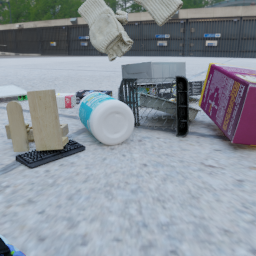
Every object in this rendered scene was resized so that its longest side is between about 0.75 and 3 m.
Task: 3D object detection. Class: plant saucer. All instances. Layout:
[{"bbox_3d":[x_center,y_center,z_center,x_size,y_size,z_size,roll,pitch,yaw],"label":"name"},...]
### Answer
[{"bbox_3d":[0.397,-1.266,11.710,0.964,0.132,0.964,-16,52,22],"label":"plant saucer"}]

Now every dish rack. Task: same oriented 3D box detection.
[{"bbox_3d":[0.704,-0.693,8.222,2.264,1.737,0.618,4,19,23],"label":"dish rack"}]

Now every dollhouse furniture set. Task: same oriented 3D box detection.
[{"bbox_3d":[-2.253,-0.304,7.037,1.580,1.354,1.662,-4,13,5],"label":"dollhouse furniture set"}]

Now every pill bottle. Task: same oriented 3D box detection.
[{"bbox_3d":[-0.742,-0.371,7.999,1.175,1.175,2.120,-8,19,-23],"label":"pill bottle"}]

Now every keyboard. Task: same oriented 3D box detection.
[{"bbox_3d":[-1.886,0.542,6.744,0.927,0.198,1.544,16,22,41],"label":"keyboard"}]

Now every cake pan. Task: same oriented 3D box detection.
[{"bbox_3d":[1.324,-0.706,9.343,2.188,0.401,2.188,16,6,-2],"label":"cake pan"}]

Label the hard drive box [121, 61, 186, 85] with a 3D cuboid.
[{"bbox_3d":[1.150,-2.426,12.347,2.316,0.889,1.805,-12,13,-44],"label":"hard drive box"}]

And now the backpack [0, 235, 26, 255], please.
[{"bbox_3d":[-1.425,1.557,1.352,2.339,1.799,1.908,-41,30,-30],"label":"backpack"}]

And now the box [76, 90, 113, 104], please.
[{"bbox_3d":[-1.634,-1.421,12.684,1.583,0.396,1.595,4,17,10],"label":"box"}]

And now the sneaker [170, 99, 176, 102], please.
[{"bbox_3d":[1.774,-0.915,11.068,0.593,0.512,1.353,-5,7,32],"label":"sneaker"}]

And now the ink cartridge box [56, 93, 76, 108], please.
[{"bbox_3d":[-2.816,-1.147,11.604,1.165,0.486,0.846,1,17,2],"label":"ink cartridge box"}]

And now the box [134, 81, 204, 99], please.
[{"bbox_3d":[1.901,-1.743,12.667,2.948,0.653,2.362,-8,10,-25],"label":"box"}]

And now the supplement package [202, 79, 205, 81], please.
[{"bbox_3d":[4.628,-2.453,14.990,0.894,0.658,0.855,-15,-5,-40],"label":"supplement package"}]

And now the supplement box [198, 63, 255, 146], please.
[{"bbox_3d":[3.438,-0.747,7.864,1.934,1.525,2.955,7,22,-5],"label":"supplement box"}]

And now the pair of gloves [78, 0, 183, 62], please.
[{"bbox_3d":[-0.110,-3.013,6.963,2.407,2.047,0.422,-33,-18,22],"label":"pair of gloves"}]

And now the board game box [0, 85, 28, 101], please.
[{"bbox_3d":[-6.372,-1.535,13.060,2.803,0.363,2.804,-12,22,-35],"label":"board game box"}]
